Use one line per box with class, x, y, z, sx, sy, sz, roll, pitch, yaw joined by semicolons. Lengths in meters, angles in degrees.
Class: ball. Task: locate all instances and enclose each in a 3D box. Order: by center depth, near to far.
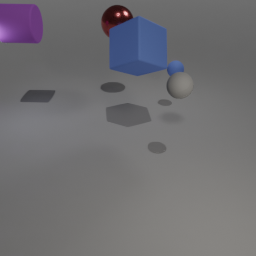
ball;1.361;-1.113;7.352;0.700;0.700;0.700;0;30;0
ball;1.974;-2.440;11.634;0.700;0.700;0.700;0;30;0
ball;-0.439;-4.443;11.837;1.400;1.400;1.400;0;30;0

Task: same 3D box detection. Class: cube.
cube;0.341;-2.645;9.350;1.400;1.400;1.400;4;-5;-45

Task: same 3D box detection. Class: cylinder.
cylinder;-4.136;-3.957;10.643;1.400;1.400;1.400;2;30;2
